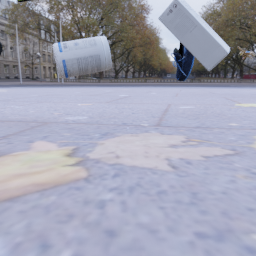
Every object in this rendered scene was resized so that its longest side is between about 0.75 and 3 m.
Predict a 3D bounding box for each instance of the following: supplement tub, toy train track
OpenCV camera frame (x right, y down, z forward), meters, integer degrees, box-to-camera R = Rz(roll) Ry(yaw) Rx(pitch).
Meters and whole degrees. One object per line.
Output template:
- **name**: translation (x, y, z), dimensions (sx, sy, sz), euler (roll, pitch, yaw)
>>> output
- **supplement tub**: translation (-1.127, -1.739, 6.884), dimensions (1.297, 0.856, 0.856), euler (-12, 12, -11)
- **toy train track**: translation (3.689, -2.276, 8.735), dimensions (0.640, 0.182, 1.117), euler (37, 14, -6)

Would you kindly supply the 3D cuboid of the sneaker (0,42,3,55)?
- **sneaker**: translation (-4.166, -2.208, 6.950), dimensions (0.899, 0.650, 1.840), euler (24, 10, 39)

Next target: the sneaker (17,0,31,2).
- **sneaker**: translation (-2.292, -3.224, 6.106), dimensions (0.742, 0.643, 1.792), euler (-25, 43, -2)

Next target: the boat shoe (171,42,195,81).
- **boat shoe**: translation (1.982, -2.804, 10.290), dimensions (0.780, 2.273, 0.957), euler (-3, 35, -12)

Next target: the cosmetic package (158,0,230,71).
- **cosmetic package**: translation (1.575, -2.203, 6.549), dimensions (0.603, 1.693, 0.859), euler (-44, 2, 31)
